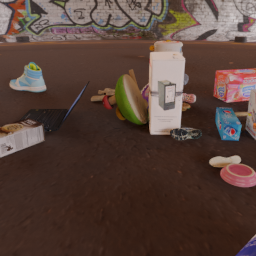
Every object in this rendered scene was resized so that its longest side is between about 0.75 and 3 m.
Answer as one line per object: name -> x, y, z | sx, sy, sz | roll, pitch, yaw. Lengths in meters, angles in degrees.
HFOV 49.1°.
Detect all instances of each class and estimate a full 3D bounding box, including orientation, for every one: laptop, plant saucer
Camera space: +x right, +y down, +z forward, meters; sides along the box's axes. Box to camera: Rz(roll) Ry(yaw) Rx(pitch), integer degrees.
laptop -> -3.143, -0.984, 11.734 | 2.866, 1.480, 2.540 | 0, 22, 0
plant saucer -> 3.124, 1.276, 7.850 | 1.003, 0.254, 1.003 | 1, 23, 0

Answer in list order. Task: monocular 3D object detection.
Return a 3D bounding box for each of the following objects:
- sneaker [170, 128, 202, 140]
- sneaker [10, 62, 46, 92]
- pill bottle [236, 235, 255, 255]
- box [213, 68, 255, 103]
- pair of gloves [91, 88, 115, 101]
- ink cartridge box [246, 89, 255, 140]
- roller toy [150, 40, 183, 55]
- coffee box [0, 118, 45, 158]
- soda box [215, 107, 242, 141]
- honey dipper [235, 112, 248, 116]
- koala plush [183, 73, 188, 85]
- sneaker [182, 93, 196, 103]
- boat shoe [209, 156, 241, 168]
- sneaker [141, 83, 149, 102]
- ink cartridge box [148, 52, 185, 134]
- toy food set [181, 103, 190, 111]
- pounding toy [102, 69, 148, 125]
sneaker -> 2.085, 0.204, 10.361 | 1.166, 0.452, 0.503 | 4, 10, -8
sneaker -> -6.001, -3.081, 16.556 | 2.566, 1.675, 1.021 | 8, 25, 21
pill bottle -> 2.440, 2.155, 3.928 | 2.686, 1.608, 1.608 | -18, 28, -38
box -> 6.242, -2.316, 14.995 | 2.881, 1.478, 1.364 | -7, 23, -12
pair of gloves -> -0.960, -1.825, 15.257 | 1.696, 0.350, 1.994 | 5, 22, 14
ink cartridge box -> 5.192, -0.494, 10.298 | 1.208, 1.670, 1.213 | -1, 22, 5
roller toy -> 3.670, -7.102, 25.855 | 2.637, 2.020, 2.891 | -12, 25, -27
coffee box -> -3.887, 0.284, 9.682 | 0.971, 0.686, 1.719 | 17, 28, 35
soda box -> 3.852, -0.204, 10.894 | 0.625, 0.661, 1.947 | 4, 23, 9
honey dipper -> 5.696, -0.654, 12.204 | 2.856, 0.542, 0.542 | -1, 22, 1
koala plush -> 2.012, -2.013, 14.549 | 1.620, 1.679, 1.827 | 27, 44, 6
sneaker -> 2.928, -1.543, 14.399 | 0.639, 0.460, 1.222 | -3, 15, -22
boat shoe -> 2.925, 1.040, 8.509 | 0.937, 0.341, 0.289 | -7, -21, 0
sneaker -> 1.297, -1.800, 13.191 | 0.817, 2.031, 0.898 | 20, 17, -33
ink cartridge box -> 1.427, -1.431, 10.984 | 1.196, 2.847, 2.071 | 0, 22, 2
toy food set -> 2.643, -1.041, 13.553 | 0.773, 0.190, 0.781 | -14, 26, -31
pounding toy -> -0.155, -1.107, 11.906 | 1.303, 2.167, 2.807 | -22, 17, 18
